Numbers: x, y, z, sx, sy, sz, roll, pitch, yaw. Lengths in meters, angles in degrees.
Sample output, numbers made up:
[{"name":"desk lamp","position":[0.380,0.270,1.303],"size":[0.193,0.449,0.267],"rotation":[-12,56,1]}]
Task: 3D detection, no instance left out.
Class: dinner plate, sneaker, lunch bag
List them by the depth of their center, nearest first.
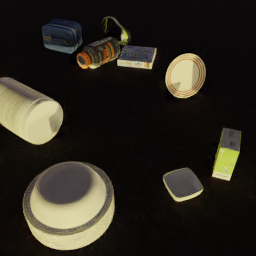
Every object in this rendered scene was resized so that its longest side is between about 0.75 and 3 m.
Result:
[{"name":"dinner plate","position":[2.242,-2.042,10.988],"size":[1.730,1.730,0.210],"rotation":[-12,26,-13]},{"name":"lunch bag","position":[-3.298,-4.621,14.243],"size":[1.941,1.319,1.284],"rotation":[14,44,13]},{"name":"sneaker","position":[-0.932,-5.307,15.289],"size":[1.131,0.979,2.731],"rotation":[-23,46,-24]}]

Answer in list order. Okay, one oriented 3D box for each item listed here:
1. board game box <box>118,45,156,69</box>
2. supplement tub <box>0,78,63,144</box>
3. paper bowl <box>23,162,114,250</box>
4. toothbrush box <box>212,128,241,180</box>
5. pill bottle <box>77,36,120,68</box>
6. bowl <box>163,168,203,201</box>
[{"name":"board game box","position":[0.461,-3.488,13.683],"size":[1.640,0.337,1.636],"rotation":[8,42,9]},{"name":"supplement tub","position":[-3.589,-0.626,9.468],"size":[2.414,1.593,1.593],"rotation":[27,48,28]},{"name":"paper bowl","position":[-1.475,1.745,7.072],"size":[2.238,1.164,2.238],"rotation":[0,40,0]},{"name":"toothbrush box","position":[2.860,0.760,8.135],"size":[0.527,1.225,0.892],"rotation":[13,43,15]},{"name":"pill bottle","position":[-1.404,-3.476,13.118],"size":[1.074,1.074,2.023],"rotation":[31,50,31]},{"name":"bowl","position":[1.508,1.618,7.829],"size":[0.921,0.344,0.920],"rotation":[-14,43,-16]}]
